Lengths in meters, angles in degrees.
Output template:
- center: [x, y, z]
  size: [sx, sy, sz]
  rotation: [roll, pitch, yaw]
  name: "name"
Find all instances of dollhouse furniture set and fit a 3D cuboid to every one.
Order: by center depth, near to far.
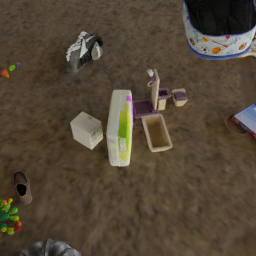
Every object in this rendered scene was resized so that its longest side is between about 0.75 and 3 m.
- center: [1.385, -0.728, 9.777]
  size: [2.179, 1.952, 2.750]
  rotation: [-7, 50, -6]
  name: "dollhouse furniture set"

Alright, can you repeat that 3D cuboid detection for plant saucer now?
- center: [4.029, -0.103, 10.376]
  size: [0.968, 0.177, 0.968]
  rotation: [5, 50, -6]
  name: "plant saucer"

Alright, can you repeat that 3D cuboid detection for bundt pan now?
- center: [-2.035, 3.687, 6.831]
  size: [2.096, 0.787, 2.096]
  rotation: [0, 49, 0]
  name: "bundt pan"

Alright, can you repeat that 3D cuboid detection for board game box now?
- center: [5.042, 0.136, 10.050]
  size: [1.220, 0.231, 2.371]
  rotation: [-28, 58, -25]
  name: "board game box"

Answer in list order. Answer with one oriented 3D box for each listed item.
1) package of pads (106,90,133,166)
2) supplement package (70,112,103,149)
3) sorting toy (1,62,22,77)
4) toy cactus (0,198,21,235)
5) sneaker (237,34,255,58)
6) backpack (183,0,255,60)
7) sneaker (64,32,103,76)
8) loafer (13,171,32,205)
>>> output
- center: [-0.251, 0.017, 9.371]
  size: [0.725, 1.641, 2.125]
  rotation: [2, 49, 4]
  name: "package of pads"
- center: [-1.424, 0.086, 9.783]
  size: [0.863, 0.903, 0.664]
  rotation: [29, 56, 22]
  name: "supplement package"
- center: [-5.142, -2.551, 12.463]
  size: [0.338, 0.340, 0.982]
  rotation: [45, 63, 5]
  name: "sorting toy"
- center: [-3.629, 2.596, 7.958]
  size: [1.001, 0.620, 1.213]
  rotation: [-31, 64, -12]
  name: "toy cactus"
- center: [5.679, -3.951, 13.037]
  size: [2.629, 1.152, 0.994]
  rotation: [6, 52, 7]
  name: "sneaker"
- center: [2.807, -3.204, 8.731]
  size: [2.495, 1.922, 2.376]
  rotation: [-4, 49, 12]
  name: "backpack"
- center: [-1.882, -3.399, 12.669]
  size: [1.340, 0.984, 2.961]
  rotation: [8, 48, 10]
  name: "sneaker"
- center: [-3.275, 1.759, 8.675]
  size: [0.447, 0.435, 1.225]
  rotation: [-24, 54, -19]
  name: "loafer"
